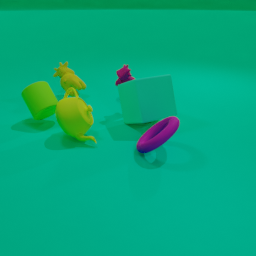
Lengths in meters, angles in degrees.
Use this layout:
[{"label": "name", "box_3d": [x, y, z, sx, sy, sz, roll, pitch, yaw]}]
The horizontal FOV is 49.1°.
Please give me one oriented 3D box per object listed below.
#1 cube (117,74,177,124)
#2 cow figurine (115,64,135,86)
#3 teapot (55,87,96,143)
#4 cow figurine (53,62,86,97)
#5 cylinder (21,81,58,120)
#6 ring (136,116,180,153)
[{"label": "cube", "box_3d": [0.590, -0.887, 8.838, 1.286, 1.286, 1.286, -13, 6, -25]}, {"label": "cow figurine", "box_3d": [-0.027, -1.657, 9.414, 0.974, 0.959, 0.535, 0, 52, -43]}, {"label": "teapot", "box_3d": [-1.444, -0.312, 8.082, 0.948, 1.935, 1.203, -25, -19, 12]}, {"label": "cow figurine", "box_3d": [-2.396, -1.947, 11.077, 0.849, 1.521, 1.546, -44, 4, 8]}, {"label": "cylinder", "box_3d": [-2.798, -0.871, 9.014, 0.925, 0.925, 0.925, -30, -8, -5]}, {"label": "ring", "box_3d": [0.781, 0.170, 7.391, 1.358, 0.272, 1.358, -38, 10, 8]}]
